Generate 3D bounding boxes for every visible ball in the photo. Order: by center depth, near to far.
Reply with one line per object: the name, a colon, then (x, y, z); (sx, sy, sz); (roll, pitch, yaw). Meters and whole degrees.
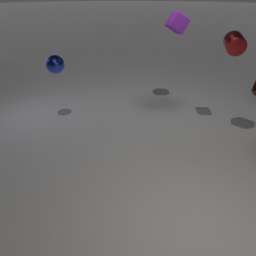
ball: (-2.780, -2.429, 10.695); (0.700, 0.700, 0.700); (0, 28, 0)

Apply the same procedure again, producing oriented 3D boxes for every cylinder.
cylinder: (3.819, -3.023, 10.014); (0.700, 0.700, 0.700); (2, 38, 4)

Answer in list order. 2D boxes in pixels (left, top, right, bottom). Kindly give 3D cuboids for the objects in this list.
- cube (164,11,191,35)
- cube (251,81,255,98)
cube: (2.100, -4.480, 11.904); (0.700, 0.700, 0.700); (26, 14, -21)
cube: (5.093, -1.473, 10.319); (0.700, 0.700, 0.700); (23, -2, 41)
